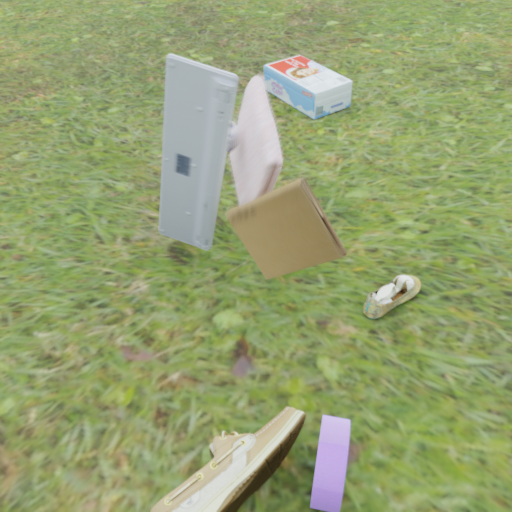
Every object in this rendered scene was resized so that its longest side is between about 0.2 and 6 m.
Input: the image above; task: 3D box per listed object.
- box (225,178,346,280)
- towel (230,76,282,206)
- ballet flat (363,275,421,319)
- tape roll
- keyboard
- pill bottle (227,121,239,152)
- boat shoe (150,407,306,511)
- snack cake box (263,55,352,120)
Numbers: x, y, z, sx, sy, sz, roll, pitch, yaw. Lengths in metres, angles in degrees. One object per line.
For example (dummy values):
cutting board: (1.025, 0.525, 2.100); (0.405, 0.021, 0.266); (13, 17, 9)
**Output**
box: (0.471, -0.394, 9.622); (1.809, 1.479, 0.192); (-19, 20, 42)
towel: (-0.030, -1.899, 10.734); (0.358, 2.119, 2.218); (-1, 56, -16)
ballet flat: (2.539, 0.640, 10.257); (1.482, 0.524, 0.524); (-29, 49, -29)
tape roll: (0.976, 2.719, 7.357); (0.383, 1.167, 1.167); (8, 42, 10)
keyboard: (-1.133, -1.567, 9.880); (1.141, 4.054, 0.216); (24, 50, 8)
pill bottle: (-0.882, -2.274, 10.784); (0.976, 0.584, 0.584); (-10, 41, -26)
boat shoe: (-0.325, 2.792, 7.470); (0.825, 0.920, 2.486); (35, 52, 26)
snack cake box: (1.475, -4.999, 16.447); (1.403, 0.820, 2.440); (-26, 47, -24)
